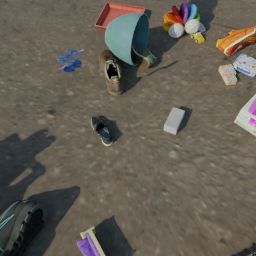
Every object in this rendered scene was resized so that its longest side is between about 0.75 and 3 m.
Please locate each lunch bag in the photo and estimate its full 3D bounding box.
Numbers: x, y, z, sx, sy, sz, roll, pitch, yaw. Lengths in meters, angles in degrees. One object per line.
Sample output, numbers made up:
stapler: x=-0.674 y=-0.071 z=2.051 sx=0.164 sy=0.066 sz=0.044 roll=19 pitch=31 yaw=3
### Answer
lunch bag: x=4.671 y=-2.453 z=11.047 sx=1.006 sy=0.380 sz=0.806 roll=30 pitch=63 yaw=18

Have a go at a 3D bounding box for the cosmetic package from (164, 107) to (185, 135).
cosmetic package: x=1.578 y=-0.249 z=9.540 sx=0.462 sy=0.390 sz=0.865 roll=22 pitch=61 yaw=15

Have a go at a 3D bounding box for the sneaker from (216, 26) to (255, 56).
sneaker: x=4.765 y=-3.868 z=11.727 sx=2.360 sy=0.861 sz=0.910 roll=-26 pitch=59 yaw=-17

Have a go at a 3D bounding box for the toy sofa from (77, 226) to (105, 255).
toy sofa: x=-0.835 y=3.196 z=7.098 sx=0.587 sy=0.498 sz=1.203 roll=-26 pitch=60 yaw=-18

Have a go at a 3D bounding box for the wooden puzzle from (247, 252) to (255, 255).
wooden puzzle: x=3.596 y=4.333 z=6.286 sx=2.740 sy=0.551 sz=2.962 roll=-17 pitch=57 yaw=-12

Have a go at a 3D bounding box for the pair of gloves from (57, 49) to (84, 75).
pair of gloves: x=-1.553 y=-1.791 z=7.581 sx=0.793 sy=0.987 sz=0.112 roll=-28 pitch=76 yaw=-29

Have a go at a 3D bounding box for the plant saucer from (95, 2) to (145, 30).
plant saucer: x=-0.330 y=-4.956 z=12.776 sx=1.890 sy=0.347 sz=1.893 roll=12 pitch=56 yaw=9

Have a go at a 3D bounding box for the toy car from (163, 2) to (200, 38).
toy car: x=2.307 y=-4.790 z=12.066 sx=1.607 sy=1.205 sz=1.406 roll=-13 pitch=56 yaw=4

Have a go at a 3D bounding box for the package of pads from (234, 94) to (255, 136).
package of pads: x=5.223 y=-0.561 z=9.423 sx=2.035 sy=0.898 sz=2.634 roll=38 pitch=63 yaw=23

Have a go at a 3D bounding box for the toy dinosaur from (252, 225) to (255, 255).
toy dinosaur: x=3.410 y=3.285 z=6.221 sx=1.643 sy=1.237 sz=2.421 roll=4 pitch=25 yaw=-14

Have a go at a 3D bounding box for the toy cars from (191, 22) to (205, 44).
toy cars: x=3.107 y=-4.279 z=12.329 sx=0.624 sy=0.308 sz=1.393 roll=10 pitch=56 yaw=7

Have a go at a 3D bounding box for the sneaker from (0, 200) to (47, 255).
sneaker: x=-3.165 y=3.070 z=7.055 sx=1.095 sy=1.041 sz=2.762 roll=8 pitch=52 yaw=28

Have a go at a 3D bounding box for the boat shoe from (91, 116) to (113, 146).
boat shoe: x=-0.889 y=-0.001 z=9.331 sx=0.474 sy=0.421 sz=1.268 roll=-19 pitch=58 yaw=-13

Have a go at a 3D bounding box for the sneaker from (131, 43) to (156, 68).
sneaker: x=0.471 y=-3.035 z=11.325 sx=0.714 sy=0.533 sz=1.590 roll=-31 pitch=66 yaw=-36

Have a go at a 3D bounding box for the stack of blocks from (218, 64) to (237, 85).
stack of blocks: x=3.916 y=-2.062 z=10.849 sx=0.482 sy=0.245 sz=0.837 roll=-9 pitch=56 yaw=-6

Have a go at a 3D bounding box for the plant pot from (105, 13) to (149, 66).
plant pot: x=-0.116 y=-3.536 z=10.867 sx=1.307 sy=1.941 sz=1.941 roll=18 pitch=57 yaw=16

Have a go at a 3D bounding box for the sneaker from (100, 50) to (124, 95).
sneaker: x=-0.587 y=-2.357 z=10.666 sx=0.821 sy=0.881 sz=2.332 roll=-12 pitch=57 yaw=-8
